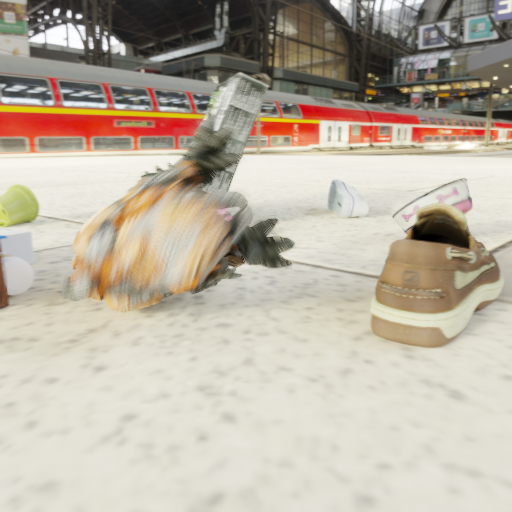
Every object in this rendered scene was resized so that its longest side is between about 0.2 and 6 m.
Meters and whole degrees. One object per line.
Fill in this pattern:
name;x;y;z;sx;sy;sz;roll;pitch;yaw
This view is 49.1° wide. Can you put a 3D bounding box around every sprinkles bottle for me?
sprinkles bottle;-3.473;0.170;7.534;0.478;0.478;1.400;-11;15;-40

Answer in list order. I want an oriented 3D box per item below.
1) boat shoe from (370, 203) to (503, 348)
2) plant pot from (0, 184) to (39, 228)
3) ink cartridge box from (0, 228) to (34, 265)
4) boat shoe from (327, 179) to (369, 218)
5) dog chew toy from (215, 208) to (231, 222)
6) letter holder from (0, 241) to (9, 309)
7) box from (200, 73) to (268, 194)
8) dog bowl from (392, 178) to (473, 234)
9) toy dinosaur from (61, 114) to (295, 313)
boat shoe;2.305;-0.010;6.705;1.242;1.244;3.363;6;14;25
plant pot;-5.485;-1.043;12.492;0.918;0.918;0.844;4;25;18
ink cartridge box;-4.311;-0.112;8.752;1.323;0.558;0.966;7;15;30
boat shoe;2.332;-1.377;14.321;0.727;0.801;2.178;10;24;-6
dog chew toy;-0.859;-0.572;10.705;0.827;0.515;0.515;-35;11;7
letter holder;-4.133;0.195;6.525;1.921;0.966;1.365;7;16;29
box;-0.952;-2.382;12.845;0.774;3.258;3.147;20;8;-14
dog bowl;3.339;-0.840;10.449;1.498;0.552;1.498;-24;-11;-5
toy dinosaur;-1.208;-0.245;6.423;2.616;1.969;3.854;-34;31;-34
